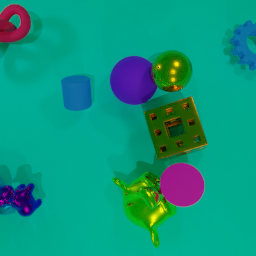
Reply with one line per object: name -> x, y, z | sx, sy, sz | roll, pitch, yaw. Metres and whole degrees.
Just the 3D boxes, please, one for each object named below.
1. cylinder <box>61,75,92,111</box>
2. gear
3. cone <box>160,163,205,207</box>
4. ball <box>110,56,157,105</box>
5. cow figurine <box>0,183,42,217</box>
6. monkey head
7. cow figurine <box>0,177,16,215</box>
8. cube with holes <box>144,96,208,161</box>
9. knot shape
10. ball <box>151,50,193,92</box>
cylinder -> -1.289, -0.890, 7.062 | 0.714, 0.714, 0.714 | 0, 116, 0
gear -> 3.449, -2.225, 7.543 | 1.362, 0.252, 1.362 | 2, 78, -10
cone -> 1.268, 1.223, 6.485 | 0.950, 0.953, 0.950 | 0, 90, 13
ball -> 0.157, -1.228, 7.277 | 1.264, 1.264, 1.264 | 0, 78, 0
cow figurine -> -2.572, 1.711, 6.490 | 0.586, 1.051, 1.068 | -10, 111, 24
monkey head -> 0.364, 1.761, 6.519 | 1.198, 1.430, 1.988 | -40, 71, 13
cow figurine -> -3.244, 1.604, 7.006 | 0.657, 1.178, 1.197 | -43, 45, -3
cube with holes -> 1.207, 0.072, 6.923 | 1.165, 1.165, 1.165 | -18, 78, 11
knot shape -> -3.466, -2.598, 7.528 | 1.683, 1.575, 0.778 | -44, 125, -18
ball -> 0.979, -1.275, 6.314 | 0.936, 0.936, 0.936 | 0, 78, 0
